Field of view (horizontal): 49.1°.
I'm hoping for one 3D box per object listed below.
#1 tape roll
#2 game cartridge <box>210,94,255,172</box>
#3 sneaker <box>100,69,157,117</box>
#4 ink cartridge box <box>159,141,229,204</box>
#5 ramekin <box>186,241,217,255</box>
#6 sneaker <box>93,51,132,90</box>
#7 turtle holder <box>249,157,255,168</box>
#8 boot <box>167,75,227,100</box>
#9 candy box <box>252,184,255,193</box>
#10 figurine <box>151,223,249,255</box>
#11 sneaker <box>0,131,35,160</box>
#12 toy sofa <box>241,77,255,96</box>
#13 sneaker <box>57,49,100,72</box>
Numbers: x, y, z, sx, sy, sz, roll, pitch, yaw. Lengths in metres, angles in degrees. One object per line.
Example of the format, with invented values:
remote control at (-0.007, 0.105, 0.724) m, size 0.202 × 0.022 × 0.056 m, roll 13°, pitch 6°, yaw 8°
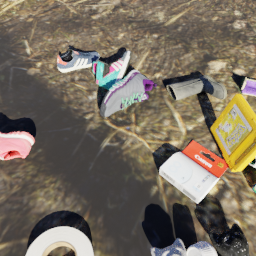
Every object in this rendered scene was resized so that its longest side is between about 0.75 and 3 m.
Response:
tape roll at (-1.851, 3.649, 7.626) m, size 1.892 × 0.346 × 1.892 m, roll 0°, pitch 49°, yaw 0°
game cartridge at (3.726, 0.197, 9.576) m, size 0.341 × 1.855 × 2.105 m, roll 7°, pitch 44°, yaw -19°
sneaker at (0.074, -1.349, 11.486) m, size 1.281 × 1.089 × 2.928 m, roll 28°, pitch 54°, yaw 16°
ink cartridge box at (2.321, 1.320, 9.542) m, size 1.627 × 0.480 × 2.032 m, roll 36°, pitch 59°, yaw 27°
ramekin at (1.904, 3.478, 7.350) m, size 0.426 × 0.915 × 0.915 m, roll 8°, pitch 43°, yaw -30°
sneaker at (-0.802, -2.738, 12.708) m, size 1.547 × 1.071 × 2.562 m, roll 18°, pitch 52°, yaw 2°
turtle holder at (4.619, 0.948, 9.432) m, size 1.136 × 1.215 × 1.599 m, roll -17°, pitch 69°, yaw -18°
boot at (2.888, -1.573, 11.877) m, size 1.977 × 0.718 × 1.798 m, roll -13°, pitch 36°, yaw -20°
candy box at (4.982, 2.149, 8.748) m, size 1.306 × 0.595 × 1.544 m, roll -19°, pitch 51°, yaw -18°
figurine at (2.128, 3.903, 6.894) m, size 2.827 × 1.217 × 2.759 m, roll -9°, pitch 47°, yaw -8°
sneaker at (-4.547, 0.649, 9.881) m, size 2.285 × 0.842 × 0.991 m, roll -1°, pitch 50°, yaw -1°
toy sofa at (5.603, -1.730, 12.147) m, size 1.224 × 0.507 × 0.597 m, roll 15°, pitch 50°, yaw 13°
sneaker at (-2.337, -3.362, 13.292) m, size 2.126 × 0.898 × 0.797 m, roll -24°, pitch 53°, yaw -20°
